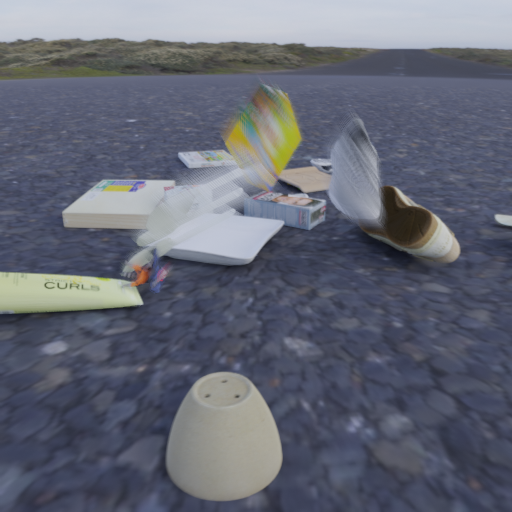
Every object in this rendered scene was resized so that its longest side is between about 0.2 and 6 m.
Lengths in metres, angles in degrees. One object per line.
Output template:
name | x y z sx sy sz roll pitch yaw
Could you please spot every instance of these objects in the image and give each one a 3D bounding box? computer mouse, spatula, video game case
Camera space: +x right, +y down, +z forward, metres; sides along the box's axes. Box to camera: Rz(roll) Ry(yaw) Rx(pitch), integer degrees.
computer mouse | 2.021 -2.351 14.709 1.430 0.314 0.784 -6 27 -30
spatula | -0.834 -0.601 8.001 0.184 1.595 2.294 46 47 14
video game case | -1.391 -2.737 15.814 1.365 0.172 1.500 -7 22 -17

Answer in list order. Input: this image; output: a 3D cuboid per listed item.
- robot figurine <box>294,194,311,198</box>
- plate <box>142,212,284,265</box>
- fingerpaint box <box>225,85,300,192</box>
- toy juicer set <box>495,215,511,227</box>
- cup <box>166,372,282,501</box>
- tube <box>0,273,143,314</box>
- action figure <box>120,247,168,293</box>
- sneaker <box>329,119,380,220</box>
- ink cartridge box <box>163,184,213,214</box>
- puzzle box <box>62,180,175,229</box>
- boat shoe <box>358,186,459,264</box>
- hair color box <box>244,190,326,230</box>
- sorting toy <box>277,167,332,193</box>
robot figurine | 0.896 -1.156 11.744 0.494 0.279 0.419 -8 -10 -19
plate | -0.674 -0.287 9.562 1.914 0.310 1.918 6 23 18
fingerpaint box | 0.164 -2.184 10.615 0.588 1.338 1.604 26 -10 21
toy juicer set | 5.302 -0.410 9.258 1.801 0.770 2.831 2 22 5
cup | -0.279 1.434 4.770 1.007 0.720 1.007 0 23 0
tube | -2.629 0.478 7.415 2.131 0.553 0.618 2 59 -20
action figure | -1.535 0.196 7.757 0.622 0.643 0.336 6 -10 -29
sneaker | 1.493 -1.339 8.510 0.715 0.785 1.914 3 47 -9
ink cartridge box | -1.311 -0.999 10.886 0.881 0.637 0.640 -6 23 -13
puzzle box | -2.715 -1.114 11.584 1.682 0.321 2.528 1 22 4
boat shoe | 2.541 -0.509 9.561 0.846 0.939 2.604 32 8 -19
hair color box | 0.550 -0.912 10.933 1.444 0.438 0.715 13 25 28
sorting toy | 1.278 -1.804 13.468 1.239 0.244 1.338 -11 29 -25
